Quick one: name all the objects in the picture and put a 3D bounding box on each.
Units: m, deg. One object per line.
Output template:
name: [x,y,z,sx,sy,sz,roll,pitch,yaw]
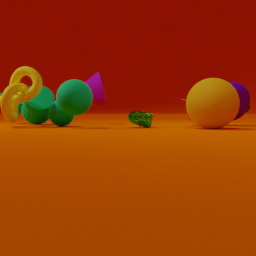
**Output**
ball: [-2.085,-0.462,8.779,0.817,0.817,0.817,0,3,0]
teapot: [3.438,-0.899,9.464,2.066,1.285,1.012,18,11,-19]
monkey head: [-4.540,-1.079,11.113,0.928,1.108,1.540,-21,-32,2]
ball: [2.270,-0.652,7.557,1.377,1.377,1.377,0,3,0]
ball: [-1.492,-0.852,7.848,1.001,1.001,1.001,0,3,0]
cone: [-1.687,-1.371,10.954,1.398,1.393,1.393,-12,5,-6]
teapot: [2.334,-0.574,9.452,1.447,0.900,0.708,44,-24,-28]
knot shape: [-3.417,-0.922,8.454,1.786,1.671,0.825,-33,-56,27]
cow figurine: [0.370,-0.285,8.308,0.953,0.523,0.938,10,3,-27]
cylinder: [-3.268,-0.830,10.147,1.052,1.052,1.052,-2,-28,-26]
